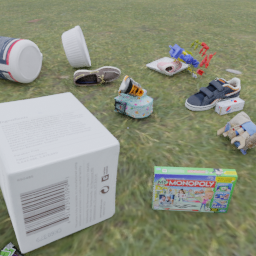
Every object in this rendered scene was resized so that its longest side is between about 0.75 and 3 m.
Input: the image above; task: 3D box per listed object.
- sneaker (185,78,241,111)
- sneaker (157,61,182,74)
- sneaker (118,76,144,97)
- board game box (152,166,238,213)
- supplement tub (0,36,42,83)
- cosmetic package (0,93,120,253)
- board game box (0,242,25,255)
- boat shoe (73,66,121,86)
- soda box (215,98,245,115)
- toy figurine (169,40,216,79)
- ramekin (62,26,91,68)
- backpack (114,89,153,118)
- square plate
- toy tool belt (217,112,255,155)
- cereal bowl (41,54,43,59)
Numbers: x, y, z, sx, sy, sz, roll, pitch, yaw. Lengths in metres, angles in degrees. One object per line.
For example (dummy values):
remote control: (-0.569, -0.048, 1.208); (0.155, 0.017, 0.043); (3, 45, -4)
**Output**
sneaker: (3.555, -1.498, 11.704); (2.570, 1.021, 1.008); (-16, 39, -19)
sneaker: (2.237, -3.008, 14.020); (1.480, 0.557, 0.774); (-6, 34, -28)
sneaker: (0.140, -1.318, 9.260); (0.596, 0.604, 1.543); (31, 14, 11)
board game box: (1.601, 1.562, 7.036); (1.944, 1.308, 0.283); (2, 35, 3)
supplement tub: (-5.836, -3.331, 13.429); (2.858, 2.006, 2.006); (14, 37, 18)
cosmetic package: (-1.956, 0.854, 6.982); (2.363, 2.361, 2.864); (-14, 37, -29)
board game box: (-2.098, 3.359, 5.380); (2.423, 0.284, 1.270); (24, 43, 30)
boat shoe: (-1.445, -2.368, 13.156); (2.240, 0.805, 0.667); (-4, 42, 0)
soda box: (4.113, -0.880, 11.330); (1.156, 0.394, 0.368); (-13, 37, -19)
toy figurine: (2.819, -3.895, 14.047); (1.783, 1.569, 2.975); (22, 27, -21)
ramekin: (-2.706, -4.144, 14.660); (0.993, 2.133, 2.133); (-15, 36, 1)
backpack: (0.291, -0.999, 10.962); (1.386, 1.063, 1.219); (31, 39, 29)
square plate: (2.116, -3.247, 14.857); (1.699, 0.244, 1.715); (-30, 44, -35)
toy tool belt: (3.742, 0.351, 9.201); (1.114, 1.132, 1.813); (-31, 32, 10)
cereal bowl: (-5.285, -3.632, 15.114); (1.386, 0.577, 1.386); (0, 35, 0)
